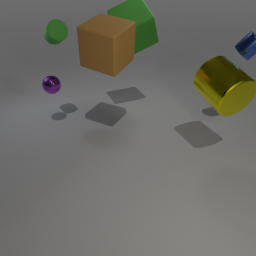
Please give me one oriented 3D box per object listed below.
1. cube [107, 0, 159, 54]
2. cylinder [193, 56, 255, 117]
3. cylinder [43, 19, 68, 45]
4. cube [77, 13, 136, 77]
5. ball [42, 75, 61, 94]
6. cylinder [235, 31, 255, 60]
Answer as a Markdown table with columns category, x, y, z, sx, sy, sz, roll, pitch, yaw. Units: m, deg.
| category | x | y | z | sx | sy | sz | roll | pitch | yaw |
| --- | --- | --- | --- | --- | --- | --- | --- | --- | --- |
| cube | 0.215 | -3.955 | 10.933 | 1.400 | 1.400 | 1.400 | -26 | 63 | 2 |
| cylinder | 3.014 | -1.314 | 8.789 | 1.400 | 1.400 | 1.400 | -13 | 49 | -22 |
| cylinder | -2.459 | -3.246 | 9.504 | 0.700 | 0.700 | 0.700 | -16 | 12 | -25 |
| cube | -0.689 | -2.789 | 9.342 | 1.400 | 1.400 | 1.400 | 21 | 46 | 19 |
| ball | -2.914 | -1.649 | 10.693 | 0.700 | 0.700 | 0.700 | 0 | 31 | 0 |
| cylinder | 4.160 | -2.805 | 9.577 | 0.700 | 0.700 | 0.700 | 28 | 38 | -25 |
